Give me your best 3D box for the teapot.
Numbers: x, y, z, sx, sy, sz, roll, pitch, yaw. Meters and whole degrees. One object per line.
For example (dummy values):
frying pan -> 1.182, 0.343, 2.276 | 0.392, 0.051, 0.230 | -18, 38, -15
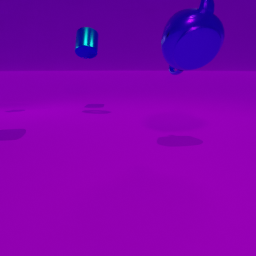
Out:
teapot -> 1.100, -1.650, 4.913 | 1.101, 1.770, 0.867 | 2, 47, -19

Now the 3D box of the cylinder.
cylinder -> -1.498, -3.086, 10.197 | 0.821, 0.821, 0.821 | 0, -20, 0
